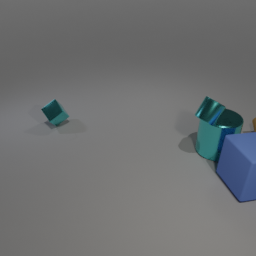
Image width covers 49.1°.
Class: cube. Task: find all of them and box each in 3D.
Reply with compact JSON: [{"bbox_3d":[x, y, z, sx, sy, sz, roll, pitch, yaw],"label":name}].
[{"bbox_3d":[-2.950,-0.615,11.413,0.700,0.700,0.700,-37,73,-2],"label":"cube"},{"bbox_3d":[3.662,1.081,8.180,1.400,1.400,1.400,-4,31,-12],"label":"cube"}]

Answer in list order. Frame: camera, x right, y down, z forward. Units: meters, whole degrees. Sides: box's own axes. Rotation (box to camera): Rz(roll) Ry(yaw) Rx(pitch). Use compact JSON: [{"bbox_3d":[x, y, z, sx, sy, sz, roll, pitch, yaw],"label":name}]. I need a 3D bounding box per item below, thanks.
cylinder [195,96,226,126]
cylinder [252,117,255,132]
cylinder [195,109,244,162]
[{"bbox_3d":[2.544,-0.523,8.685,0.700,0.700,0.700,28,13,-7],"label":"cylinder"},{"bbox_3d":[5.048,-0.025,10.390,0.700,0.700,0.700,0,65,0],"label":"cylinder"},{"bbox_3d":[3.139,0.206,9.737,1.400,1.400,1.400,1,31,0],"label":"cylinder"}]
